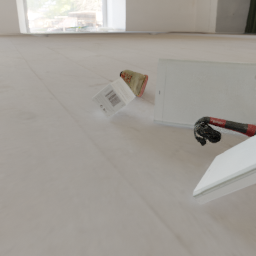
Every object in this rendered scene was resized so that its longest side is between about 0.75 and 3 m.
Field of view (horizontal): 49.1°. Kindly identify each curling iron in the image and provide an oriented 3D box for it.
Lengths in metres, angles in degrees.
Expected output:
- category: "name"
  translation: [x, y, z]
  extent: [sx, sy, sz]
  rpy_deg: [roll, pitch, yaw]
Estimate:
- category: "curling iron"
  translation: [2.746, 0.144, 6.432]
  extent: [2.746, 0.681, 0.351]
  rpy_deg: [5, 41, -11]

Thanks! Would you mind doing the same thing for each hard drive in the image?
- category: "hard drive"
  translation: [2.104, -0.864, 7.476]
  extent: [2.745, 1.810, 0.361]
  rpy_deg: [8, 16, 19]
- category: "hard drive"
  translation: [2.129, 0.412, 4.472]
  extent: [0.284, 2.164, 1.427]
  rpy_deg: [51, 43, 2]

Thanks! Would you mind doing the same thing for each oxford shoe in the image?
- category: "oxford shoe"
  translation: [0.138, -1.752, 10.606]
  extent: [0.907, 0.854, 2.424]
  rpy_deg: [19, 9, -14]

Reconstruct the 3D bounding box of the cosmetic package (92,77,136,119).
- category: "cosmetic package"
  translation: [-0.417, -0.939, 8.570]
  extent: [0.804, 0.804, 0.975]
  rpy_deg: [-34, 6, 28]
